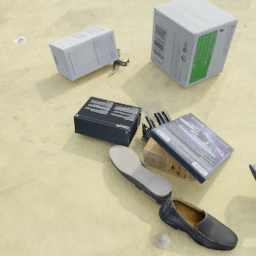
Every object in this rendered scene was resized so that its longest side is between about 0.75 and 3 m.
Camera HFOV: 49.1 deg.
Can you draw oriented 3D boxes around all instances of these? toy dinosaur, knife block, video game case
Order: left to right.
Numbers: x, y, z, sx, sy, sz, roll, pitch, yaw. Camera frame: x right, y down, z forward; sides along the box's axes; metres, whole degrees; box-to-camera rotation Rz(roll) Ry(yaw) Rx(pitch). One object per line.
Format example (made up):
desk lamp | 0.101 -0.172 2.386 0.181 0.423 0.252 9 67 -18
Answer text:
toy dinosaur | -0.333 -2.741 11.750 0.707 0.381 1.604 1 50 12
knife block | 1.352 0.386 8.578 2.206 0.706 1.936 19 52 22
video game case | 1.913 0.420 7.984 1.842 0.245 2.578 44 32 19

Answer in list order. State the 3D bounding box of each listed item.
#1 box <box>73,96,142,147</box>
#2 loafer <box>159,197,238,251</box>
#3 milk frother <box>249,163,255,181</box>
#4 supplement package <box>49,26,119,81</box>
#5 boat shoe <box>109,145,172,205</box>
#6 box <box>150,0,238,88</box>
box | -0.632 -0.245 9.106 1.858 0.733 1.311 14 38 13
loafer | 1.755 2.330 6.801 2.016 0.729 0.734 22 50 6
milk frother | 3.825 0.663 7.073 1.520 1.459 1.616 -27 58 9
supplement package | -1.710 -3.054 11.232 2.309 1.313 1.265 -31 41 -26
boat shoe | 0.265 1.346 7.944 0.765 0.652 2.287 -31 50 -31
box | 2.406 -3.374 10.909 2.083 2.420 2.432 -25 53 -21
